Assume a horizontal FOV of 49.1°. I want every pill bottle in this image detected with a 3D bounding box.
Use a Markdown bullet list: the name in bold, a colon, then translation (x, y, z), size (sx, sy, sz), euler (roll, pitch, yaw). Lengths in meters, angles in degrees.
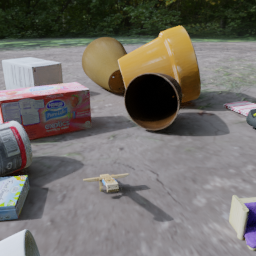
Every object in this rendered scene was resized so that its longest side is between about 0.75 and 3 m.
- **pill bottle**: translation (-3.276, 0.642, 6.013), size (2.105, 1.165, 1.165), euler (-20, 29, -40)

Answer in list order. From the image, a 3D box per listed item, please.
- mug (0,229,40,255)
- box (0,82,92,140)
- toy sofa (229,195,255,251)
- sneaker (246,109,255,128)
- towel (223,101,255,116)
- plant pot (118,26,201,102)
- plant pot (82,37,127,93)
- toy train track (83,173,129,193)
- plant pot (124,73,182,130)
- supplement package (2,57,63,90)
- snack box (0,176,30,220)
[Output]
- **mug**: translation (-1.559, 1.915, 3.136), size (1.085, 1.059, 1.322), euler (-14, 19, -14)
- **box**: translation (-2.610, -0.573, 8.777), size (2.654, 1.362, 1.256), euler (-13, 25, -27)
- **toy sofa**: translation (2.510, 1.497, 4.659), size (1.441, 0.597, 0.703), euler (-3, 21, -6)
- **sneaker**: translation (5.068, -0.533, 9.076), size (2.837, 1.056, 1.200), euler (-12, 25, -26)
- **towel**: translation (4.547, -0.716, 10.700), size (1.129, 0.231, 1.543), euler (-7, 21, -17)
- **plant pot**: translation (1.134, -2.271, 11.403), size (2.732, 2.984, 2.984), euler (-15, 22, 2)
- **plant pot**: translation (-0.766, -2.799, 13.433), size (2.403, 2.403, 2.579), euler (-8, 35, -19)
- **toy train track**: translation (-0.375, 1.103, 5.409), size (0.942, 0.267, 1.643), euler (-6, -3, -10)
- **plant pot**: translation (1.059, -1.048, 9.176), size (1.762, 1.762, 1.886), euler (10, 22, 22)
- **supplement package**: translation (-4.406, -2.339, 12.954), size (2.713, 1.486, 1.543), euler (19, 29, 39)
- **snack box**: translation (-2.444, 1.335, 5.384), size (0.862, 0.346, 1.022), euler (-3, 23, -5)
